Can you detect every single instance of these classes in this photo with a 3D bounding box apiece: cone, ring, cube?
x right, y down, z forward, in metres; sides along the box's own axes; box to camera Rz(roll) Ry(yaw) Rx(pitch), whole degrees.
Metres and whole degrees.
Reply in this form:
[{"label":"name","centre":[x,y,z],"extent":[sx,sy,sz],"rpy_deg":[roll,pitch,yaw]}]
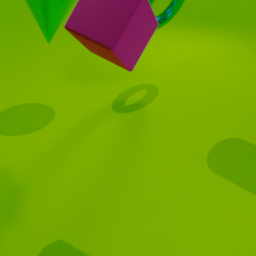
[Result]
[{"label":"cone","centre":[-2.078,-2.964,7.342],"extent":[1.604,1.610,1.604],"rpy_deg":[8,39,-7]},{"label":"ring","centre":[0.956,-3.519,7.921],"extent":[1.790,1.790,0.358],"rpy_deg":[-27,69,-32]},{"label":"cube","centre":[-0.174,-1.263,3.460],"extent":[0.733,0.733,0.733],"rpy_deg":[31,2,19]}]
